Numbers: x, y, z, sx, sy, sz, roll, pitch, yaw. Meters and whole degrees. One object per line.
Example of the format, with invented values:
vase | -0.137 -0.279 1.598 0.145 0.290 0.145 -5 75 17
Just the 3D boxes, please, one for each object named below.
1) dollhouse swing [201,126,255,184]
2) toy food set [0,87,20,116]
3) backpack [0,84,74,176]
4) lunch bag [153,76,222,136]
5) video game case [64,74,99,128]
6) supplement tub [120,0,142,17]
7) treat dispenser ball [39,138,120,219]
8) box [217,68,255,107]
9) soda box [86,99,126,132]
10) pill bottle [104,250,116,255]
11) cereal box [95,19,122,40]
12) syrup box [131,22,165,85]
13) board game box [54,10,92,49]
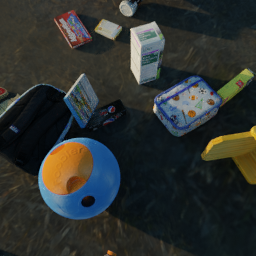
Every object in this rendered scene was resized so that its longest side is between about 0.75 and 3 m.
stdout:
dollhouse swing | 3.685 1.101 8.768 1.847 2.101 1.910 -22 67 -11
toy food set | -5.390 -0.705 10.543 1.588 0.393 2.498 34 70 14
backpack | -3.063 -0.147 9.463 2.290 2.158 2.807 32 85 -2
lunch bag | 2.112 -0.864 10.383 2.289 0.865 1.834 -29 67 -14
video game case | -1.556 -0.969 9.684 0.151 1.216 1.700 -12 33 23
supplement tub | 0.188 -5.709 12.643 0.742 0.742 1.211 25 69 11
treat dispenser ball | -1.432 1.500 8.455 2.406 2.406 2.406 0 65 0
box | 4.089 -1.572 10.805 1.760 0.662 0.441 -36 70 -16
soda box | -0.854 -0.467 10.380 1.556 0.493 0.550 -26 69 -11
pill bottle | -0.605 4.085 8.347 0.411 0.411 0.773 20 67 9
cereal box | -0.861 -4.330 12.310 0.995 0.197 0.716 27 68 12
syrup box | 0.681 -2.711 10.428 0.893 2.267 0.923 -20 67 -9
board game box | -2.428 -4.363 12.339 0.978 0.185 1.901 -28 68 -11
